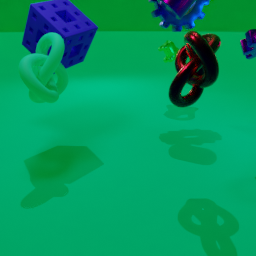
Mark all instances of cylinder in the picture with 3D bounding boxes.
[{"bbox_3d":[1.397,-3.606,7.669,0.875,0.875,0.875,38,13,-11],"label":"cylinder"}]

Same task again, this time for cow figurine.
[{"bbox_3d":[1.782,-2.885,10.583,1.066,1.084,0.595,-38,23,-16],"label":"cow figurine"}]

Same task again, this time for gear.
[{"bbox_3d":[3.413,-2.023,6.112,1.751,0.324,1.751,-10,-10,-2],"label":"gear"},{"bbox_3d":[1.588,-3.976,8.708,1.843,1.843,0.341,-4,18,-10],"label":"gear"}]

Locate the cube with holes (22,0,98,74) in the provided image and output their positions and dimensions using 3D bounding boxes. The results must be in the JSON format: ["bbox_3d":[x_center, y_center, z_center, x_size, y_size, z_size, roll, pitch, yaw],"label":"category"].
[{"bbox_3d":[-1.736,-2.344,7.115,1.178,1.178,1.178,44,44,7],"label":"cube with holes"}]

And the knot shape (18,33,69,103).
[{"bbox_3d":[-1.793,-1.329,6.210,0.772,1.563,1.670,8,0,-2],"label":"knot shape"}]

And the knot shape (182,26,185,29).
[{"bbox_3d":[1.709,-4.633,10.838,1.701,0.786,1.592,42,9,18],"label":"knot shape"}]

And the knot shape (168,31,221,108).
[{"bbox_3d":[1.206,-1.132,4.964,0.691,1.496,1.400,15,-6,2],"label":"knot shape"}]
